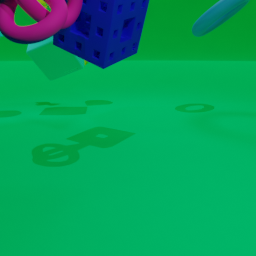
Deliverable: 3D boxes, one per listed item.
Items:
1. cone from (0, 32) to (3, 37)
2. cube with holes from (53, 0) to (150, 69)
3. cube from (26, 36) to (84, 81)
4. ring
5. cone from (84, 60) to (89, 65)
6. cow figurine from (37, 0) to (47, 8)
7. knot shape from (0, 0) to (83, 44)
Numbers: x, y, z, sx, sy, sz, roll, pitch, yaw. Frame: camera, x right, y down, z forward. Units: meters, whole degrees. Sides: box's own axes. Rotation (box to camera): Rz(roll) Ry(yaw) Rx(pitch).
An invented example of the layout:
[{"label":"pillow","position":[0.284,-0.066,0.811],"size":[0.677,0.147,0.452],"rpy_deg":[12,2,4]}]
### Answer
[{"label":"cone","position":[-4.418,-3.416,8.261],"size":[1.277,1.281,1.277],"rpy_deg":[4,17,-1]},{"label":"cube with holes","position":[-0.532,-2.166,5.549],"size":[1.285,1.285,1.285],"rpy_deg":[29,39,18]},{"label":"cube","position":[-2.348,-2.634,9.341],"size":[1.320,1.320,1.320],"rpy_deg":[-17,49,15]},{"label":"ring","position":[3.017,-3.717,9.112],"size":[2.094,0.419,2.094],"rpy_deg":[-33,0,0]},{"label":"cone","position":[-1.402,-3.082,10.771],"size":[1.417,1.422,1.417],"rpy_deg":[21,4,-1]},{"label":"cow figurine","position":[-3.345,-4.532,9.562],"size":[1.115,1.133,0.622],"rpy_deg":[-3,-24,-30]},{"label":"knot shape","position":[-1.304,-2.007,4.245],"size":[1.466,1.566,0.724],"rpy_deg":[-22,-4,-40]}]
